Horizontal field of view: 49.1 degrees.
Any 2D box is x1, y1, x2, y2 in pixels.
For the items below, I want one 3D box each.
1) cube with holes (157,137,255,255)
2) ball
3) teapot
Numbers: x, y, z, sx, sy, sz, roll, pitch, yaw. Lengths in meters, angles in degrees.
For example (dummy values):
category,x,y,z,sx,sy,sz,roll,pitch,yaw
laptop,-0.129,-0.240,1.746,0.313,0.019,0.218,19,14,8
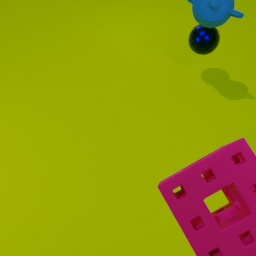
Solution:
category,x,y,z,sx,sy,sz,roll,pitch,yaw
cube with holes,1.013,0.826,3.153,0.985,0.985,0.985,-30,79,2
ball,2.302,-2.692,8.493,0.931,0.931,0.931,0,54,0
teapot,1.961,-2.906,6.599,1.583,0.984,0.775,24,20,5
